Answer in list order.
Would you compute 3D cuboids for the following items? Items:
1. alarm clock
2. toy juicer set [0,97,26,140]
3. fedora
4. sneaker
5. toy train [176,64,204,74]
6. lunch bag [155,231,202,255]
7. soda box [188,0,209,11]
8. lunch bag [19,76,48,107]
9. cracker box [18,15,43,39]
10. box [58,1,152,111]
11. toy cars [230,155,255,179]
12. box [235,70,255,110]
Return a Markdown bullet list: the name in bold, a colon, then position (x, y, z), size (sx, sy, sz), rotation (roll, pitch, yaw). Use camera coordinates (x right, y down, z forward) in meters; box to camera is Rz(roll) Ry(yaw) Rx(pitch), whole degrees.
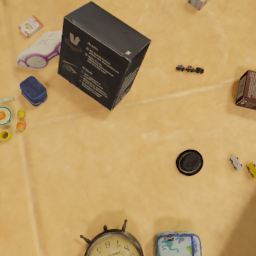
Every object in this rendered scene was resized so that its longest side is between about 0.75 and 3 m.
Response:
- **alarm clock**: position (-0.352, 4.589, 9.004), size (1.949, 0.962, 2.890), rotation (-17, 78, -4)
- **toy juicer set**: position (-4.386, -0.532, 10.200), size (1.156, 0.494, 1.817), rotation (-28, 79, -3)
- **fedora**: position (2.221, 1.212, 9.892), size (1.021, 0.466, 1.021), rotation (0, 80, 0)
- **sneaker**: position (-3.157, -3.008, 10.645), size (2.293, 0.859, 1.142), rotation (-24, 58, -3)
- **toy train**: position (2.365, -2.261, 10.696), size (1.088, 0.186, 0.249), rotation (8, 76, 1)
- **lunch bag**: position (1.672, 4.380, 9.136), size (1.553, 0.797, 1.933), rotation (2, 80, -4)
- **soda box**: position (3.243, -5.608, 11.123), size (0.637, 0.592, 1.863), rotation (40, 81, 7)
- **lunch bag**: position (-3.419, -1.296, 10.276), size (1.014, 0.671, 0.689), rotation (45, 66, 8)
- **cracker box**: position (-3.810, -3.962, 10.993), size (0.797, 0.230, 0.534), rotation (-43, 82, -7)
- **box**: position (-0.890, -2.336, 9.387), size (2.440, 2.482, 1.457), rotation (35, 53, 6)
- **toy cars**: position (4.133, 1.395, 9.978), size (1.164, 0.258, 0.522), rotation (24, 77, 8)
- **box**: position (5.256, -1.192, 10.156), size (2.364, 0.886, 1.184), rotation (14, 79, 4)
